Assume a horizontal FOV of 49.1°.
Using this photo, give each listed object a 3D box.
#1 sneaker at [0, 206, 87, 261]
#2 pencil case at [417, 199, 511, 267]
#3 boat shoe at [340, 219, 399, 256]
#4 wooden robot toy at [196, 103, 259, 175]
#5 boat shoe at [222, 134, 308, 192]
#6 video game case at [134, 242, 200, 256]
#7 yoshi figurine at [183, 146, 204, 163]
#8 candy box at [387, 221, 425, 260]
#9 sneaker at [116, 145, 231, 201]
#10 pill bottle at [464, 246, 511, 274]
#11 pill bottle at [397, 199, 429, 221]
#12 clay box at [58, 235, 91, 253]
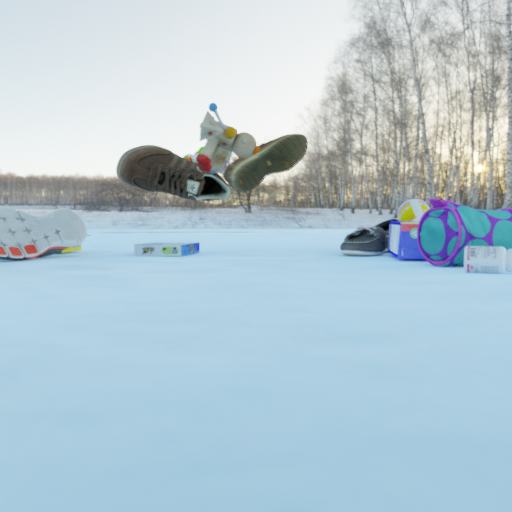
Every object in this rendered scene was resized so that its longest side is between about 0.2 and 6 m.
[{"bbox_3d":[-4.527,-0.248,10.693,1.121,1.055,2.738,-29,-12,29],"label":"sneaker"},{"bbox_3d":[3.875,-0.387,9.168,2.394,1.106,1.019,-3,6,-22],"label":"pencil case"},{"bbox_3d":[2.571,-0.435,12.420,0.919,0.784,2.750,2,4,32],"label":"boat shoe"},{"bbox_3d":[-0.492,-2.017,10.725,1.062,1.031,2.341,17,-8,2],"label":"wooden robot toy"},{"bbox_3d":[0.224,-2.523,14.377,2.557,0.920,0.863,-33,40,-26],"label":"boat shoe"},{"bbox_3d":[-1.889,-0.146,11.996,1.045,0.262,1.153,1,4,14],"label":"video game case"},{"bbox_3d":[-1.627,-2.700,16.001,1.294,0.725,0.727,0,42,40],"label":"yoshi figurine"},{"bbox_3d":[3.457,-0.312,10.815,1.627,0.741,1.924,2,5,7],"label":"candy box"},{"bbox_3d":[-1.590,-1.656,11.600,0.987,0.920,2.612,30,19,38],"label":"sneaker"},{"bbox_3d":[3.259,0.060,7.787,0.676,0.383,0.383,2,4,24],"label":"pill bottle"},{"bbox_3d":[3.828,-0.684,13.171,0.797,0.797,1.530,0,30,4],"label":"pill bottle"},{"bbox_3d":[-4.825,-0.284,12.661,1.898,0.452,1.090,0,4,6],"label":"clay box"}]
